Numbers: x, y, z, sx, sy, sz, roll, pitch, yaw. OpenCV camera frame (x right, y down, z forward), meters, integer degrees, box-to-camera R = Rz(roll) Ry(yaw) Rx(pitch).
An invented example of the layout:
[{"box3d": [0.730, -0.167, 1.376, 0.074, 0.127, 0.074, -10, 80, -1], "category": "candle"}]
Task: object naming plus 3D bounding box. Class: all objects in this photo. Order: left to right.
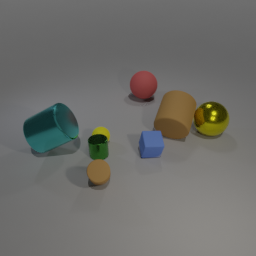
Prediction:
[{"box3d": [-2.708, 0.008, 9.954, 1.400, 1.400, 1.400, -24, 25, 18], "category": "cylinder"}, {"box3d": [-1.060, 0.683, 10.064, 0.700, 0.700, 0.700, -2, 31, 1], "category": "cylinder"}, {"box3d": [-0.888, 1.367, 8.590, 0.700, 0.700, 0.700, 1, 72, -2], "category": "cylinder"}, {"box3d": [-1.039, 0.299, 10.742, 0.700, 0.700, 0.700, 0, 30, 0], "category": "ball"}, {"box3d": [0.788, -2.180, 14.147, 1.400, 1.400, 1.400, 0, 30, 0], "category": "ball"}, {"box3d": [0.826, 0.581, 9.998, 0.700, 0.700, 0.700, 0, 51, -11], "category": "cube"}, {"box3d": [1.864, -0.515, 11.029, 1.400, 1.400, 1.400, 11, 58, 19], "category": "cylinder"}, {"box3d": [3.329, -0.367, 11.227, 1.400, 1.400, 1.400, 0, 30, 0], "category": "ball"}]
